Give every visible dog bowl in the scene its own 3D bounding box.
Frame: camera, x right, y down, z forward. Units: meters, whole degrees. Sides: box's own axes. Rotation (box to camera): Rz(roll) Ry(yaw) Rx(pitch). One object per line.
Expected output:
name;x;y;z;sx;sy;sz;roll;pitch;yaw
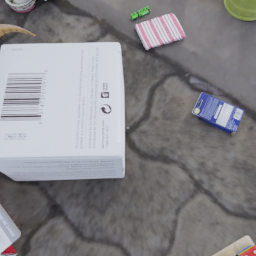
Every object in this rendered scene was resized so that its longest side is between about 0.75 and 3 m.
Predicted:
dog bowl;-3.501;-4.237;9.223;0.988;0.364;0.988;0;68;0

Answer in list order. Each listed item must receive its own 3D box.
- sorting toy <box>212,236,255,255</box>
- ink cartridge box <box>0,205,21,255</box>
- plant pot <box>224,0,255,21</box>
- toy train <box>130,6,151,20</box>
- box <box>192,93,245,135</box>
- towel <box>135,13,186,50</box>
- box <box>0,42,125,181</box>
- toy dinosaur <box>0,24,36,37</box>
sorting toy;2.530;3.215;6.088;1.237;0.433;1.244;-26;70;-10
ink cartridge box;-3.655;2.238;6.195;2.044;0.976;2.329;-40;73;-15
plant pot;3.887;-4.436;8.596;1.591;1.462;1.591;-3;71;8
toy train;0.414;-3.737;9.135;0.756;0.158;0.213;-30;81;-12
box;2.466;-0.417;7.718;1.267;0.205;0.768;27;70;9
towel;1.012;-3.030;8.830;1.373;0.205;1.005;-19;69;-5
box;-1.521;-0.330;6.777;2.881;1.883;2.866;-1;67;-1
toy dinosaur;-4.204;-3.003;8.653;2.535;0.766;1.347;-20;94;-4
